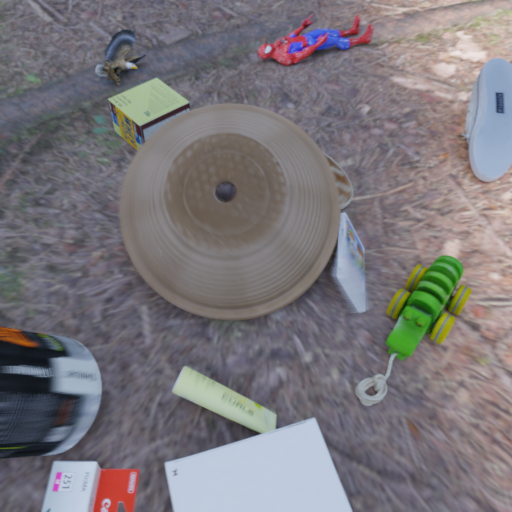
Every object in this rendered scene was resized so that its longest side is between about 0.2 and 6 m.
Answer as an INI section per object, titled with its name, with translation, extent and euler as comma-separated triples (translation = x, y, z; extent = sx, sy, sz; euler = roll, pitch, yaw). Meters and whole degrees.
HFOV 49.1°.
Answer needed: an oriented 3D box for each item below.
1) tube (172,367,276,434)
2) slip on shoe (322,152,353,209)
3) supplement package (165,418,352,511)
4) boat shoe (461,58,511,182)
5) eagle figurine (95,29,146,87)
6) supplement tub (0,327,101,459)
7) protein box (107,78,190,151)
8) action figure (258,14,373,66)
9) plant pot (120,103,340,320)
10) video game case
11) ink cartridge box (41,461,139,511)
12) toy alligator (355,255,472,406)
[tube]
translation = -0.342, 1.729, 6.627
extent = 1.306, 0.339, 0.379
euler = 28, 58, -3
[slip on shoe]
translation = 0.527, -1.424, 9.379
extent = 2.291, 0.694, 0.871
euler = 27, 60, -1
[supplement package]
translation = 0.036, 2.634, 5.725
extent = 1.648, 0.914, 1.283
euler = -14, 51, -11
[boat shoe]
translation = 4.082, -2.317, 10.073
extent = 0.834, 0.962, 2.257
euler = 5, 78, -2
[eagle figurine]
translation = -2.779, -4.048, 11.609
extent = 0.771, 0.775, 1.021
euler = 27, 65, -22
[supplement tub]
translation = -2.833, 1.392, 5.773
extent = 1.366, 2.230, 1.366
euler = -8, 72, 26
[protein box]
translation = -1.930, -2.548, 10.291
extent = 1.074, 0.725, 1.067
euler = -33, 57, -25
[action figure]
translation = 1.238, -4.734, 12.272
extent = 2.633, 0.681, 0.861
euler = -22, 55, -14
[plant pot]
translation = -0.345, -0.685, 7.325
extent = 3.050, 1.408, 3.050
euler = 0, 83, -1
[video game case]
translation = 1.365, 0.087, 7.992
extent = 0.108, 0.858, 1.198
euler = -14, 45, 25
[ink cartridge box]
translation = -1.823, 2.791, 6.048
extent = 0.939, 0.236, 1.082
euler = 0, 49, 1
[toy alligator]
translation = 2.166, 0.774, 7.425
extent = 0.824, 0.754, 2.778
euler = 29, 55, 23
